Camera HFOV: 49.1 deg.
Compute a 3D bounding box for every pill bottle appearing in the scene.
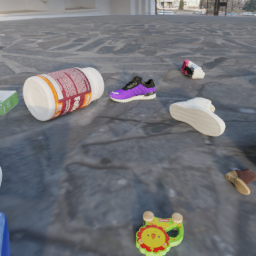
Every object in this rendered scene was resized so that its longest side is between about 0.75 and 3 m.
[{"bbox_3d":[-2.091,-1.264,9.558,1.429,1.429,2.503,20,31,33],"label":"pill bottle"}]

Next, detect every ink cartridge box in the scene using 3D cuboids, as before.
[{"bbox_3d":[-4.569,-0.808,9.700,0.855,0.488,1.647,1,26,3],"label":"ink cartridge box"}]

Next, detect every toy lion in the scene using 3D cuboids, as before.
[{"bbox_3d":[0.548,1.839,4.816,0.823,0.283,0.789,2,34,3],"label":"toy lion"}]

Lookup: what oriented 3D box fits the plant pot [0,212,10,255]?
[{"bbox_3d":[-1.984,2.183,2.347,2.036,1.830,2.036,-8,28,-13],"label":"plant pot"}]

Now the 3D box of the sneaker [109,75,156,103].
[{"bbox_3d":[0.175,-1.554,10.713,1.859,0.925,0.646,-8,28,-17],"label":"sneaker"}]

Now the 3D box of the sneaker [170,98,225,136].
[{"bbox_3d":[2.436,-0.479,8.772,1.218,0.776,2.108,-19,31,-27],"label":"sneaker"}]

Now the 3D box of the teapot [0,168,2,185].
[{"bbox_3d":[-3.393,1.152,4.848,2.075,1.535,2.102,20,-2,-26],"label":"teapot"}]

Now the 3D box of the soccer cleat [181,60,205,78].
[{"bbox_3d":[3.166,-2.814,13.680,0.794,0.642,1.839,10,28,-11],"label":"soccer cleat"}]

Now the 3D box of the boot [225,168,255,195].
[{"bbox_3d":[2.610,1.132,6.133,0.641,0.279,0.770,-9,25,-15],"label":"boot"}]
